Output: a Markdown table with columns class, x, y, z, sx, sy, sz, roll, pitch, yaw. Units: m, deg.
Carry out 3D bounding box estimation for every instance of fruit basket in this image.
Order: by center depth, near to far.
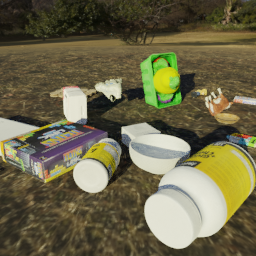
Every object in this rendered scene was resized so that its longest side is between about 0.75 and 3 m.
| class | x | y | z | sx | sy | sz | roll | pitch | yaw |
| --- | --- | --- | --- | --- | --- | --- | --- | --- | --- |
| fruit basket | 1.912 | -2.379 | 13.913 | 2.063 | 2.861 | 2.861 | -15 | 26 | -34 |

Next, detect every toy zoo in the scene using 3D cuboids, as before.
| class | x | y | z | sx | sy | sz | roll | pitch | yaw |
| --- | --- | --- | --- | --- | --- | --- | --- | --- | --- |
| toy zoo | 4.182 | 0.413 | 10.275 | 1.092 | 0.112 | 0.716 | 14 | 25 | 32 |

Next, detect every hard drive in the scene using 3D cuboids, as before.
| class | x | y | z | sx | sy | sz | roll | pitch | yaw |
| --- | --- | --- | --- | --- | --- | --- | --- | --- | --- |
| hard drive | -4.778 | 0.215 | 10.395 | 2.981 | 0.398 | 1.966 | 11 | 24 | 28 |

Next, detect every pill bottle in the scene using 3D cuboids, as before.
| class | x | y | z | sx | sy | sz | roll | pitch | yaw |
| --- | --- | --- | --- | --- | --- | --- | --- | --- | --- |
| pill bottle | 1.588 | 1.338 | 5.969 | 1.480 | 1.480 | 2.642 | 18 | 27 | 39 |
| pill bottle | -0.764 | 0.954 | 7.722 | 0.939 | 0.939 | 1.644 | 5 | 21 | 12 |

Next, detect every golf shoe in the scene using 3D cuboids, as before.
| class | x | y | z | sx | sy | sz | roll | pitch | yaw |
| --- | --- | --- | --- | --- | --- | --- | --- | --- | --- |
| golf shoe | -0.949 | -1.730 | 13.303 | 0.809 | 1.004 | 2.066 | -13 | 8 | -26 |

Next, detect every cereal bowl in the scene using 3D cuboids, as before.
| class | x | y | z | sx | sy | sz | roll | pitch | yaw |
| --- | --- | --- | --- | --- | --- | --- | --- | --- | --- |
| cereal bowl | 0.918 | 0.833 | 8.284 | 1.782 | 0.742 | 1.782 | 1 | 22 | -1 |

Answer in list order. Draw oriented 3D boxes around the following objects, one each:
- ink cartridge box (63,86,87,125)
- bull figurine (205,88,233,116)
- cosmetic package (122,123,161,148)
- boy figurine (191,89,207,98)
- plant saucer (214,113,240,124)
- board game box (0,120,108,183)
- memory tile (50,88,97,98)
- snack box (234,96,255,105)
| class | x | y | z | sx | sy | sz | roll | pitch | yaw |
| --- | --- | --- | --- | --- | --- | --- | --- | --- | --- |
| ink cartridge box | -2.343 | -0.996 | 12.254 | 0.760 | 1.306 | 1.793 | -6 | 22 | -21 |
| bull figurine | 4.314 | -1.215 | 13.323 | 0.599 | 1.116 | 1.838 | -32 | 2 | 44 |
| cosmetic package | 0.450 | 0.328 | 9.785 | 1.004 | 0.619 | 1.007 | -11 | 24 | -26 |
| boy figurine | 4.141 | -2.021 | 16.226 | 1.165 | 0.375 | 0.724 | -16 | 18 | -39 |
| plant saucer | 4.321 | -0.397 | 12.272 | 1.050 | 0.186 | 1.050 | 0 | 21 | 0 |
| board game box | -2.288 | 0.578 | 8.977 | 2.164 | 0.742 | 2.618 | 14 | 25 | 35 |
| memory tile | -3.212 | -2.060 | 16.578 | 2.366 | 0.199 | 1.814 | 7 | 22 | 17 |
| snack box | 6.606 | -1.431 | 14.906 | 1.778 | 0.216 | 0.639 | 11 | 24 | 26 |
